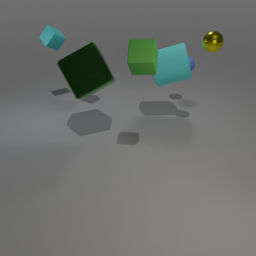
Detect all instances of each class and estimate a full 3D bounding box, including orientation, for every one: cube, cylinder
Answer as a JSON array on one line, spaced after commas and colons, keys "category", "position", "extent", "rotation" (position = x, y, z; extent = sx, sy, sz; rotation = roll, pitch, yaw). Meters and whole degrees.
[{"category": "cube", "position": [-3.300, -3.938, 12.276], "extent": [0.700, 0.700, 0.700], "rotation": [8, 39, -56]}, {"category": "cube", "position": [0.408, -1.893, 7.520], "extent": [0.700, 0.700, 0.700], "rotation": [2, 74, 12]}, {"category": "cylinder", "position": [1.701, -2.490, 11.111], "extent": [1.400, 1.400, 1.400], "rotation": [-12, 26, 14]}, {"category": "cube", "position": [-1.376, -1.927, 9.703], "extent": [1.400, 1.400, 1.400], "rotation": [-28, 7, 4]}]

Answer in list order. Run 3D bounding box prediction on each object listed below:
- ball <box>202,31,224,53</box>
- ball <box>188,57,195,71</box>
[{"category": "ball", "position": [2.870, -2.911, 9.461], "extent": [0.700, 0.700, 0.700], "rotation": [0, 29, 0]}, {"category": "ball", "position": [2.694, -2.885, 12.736], "extent": [0.700, 0.700, 0.700], "rotation": [0, 29, 0]}]
